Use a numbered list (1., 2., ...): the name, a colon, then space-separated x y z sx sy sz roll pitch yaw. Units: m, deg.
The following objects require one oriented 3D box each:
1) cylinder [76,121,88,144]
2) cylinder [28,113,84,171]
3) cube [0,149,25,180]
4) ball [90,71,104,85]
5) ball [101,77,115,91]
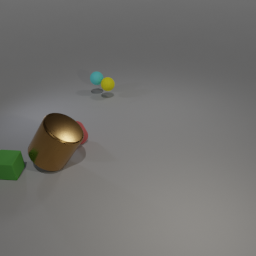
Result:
1. cylinder: -1.932 0.189 10.628 0.700 0.700 0.700 -3 64 6
2. cylinder: -2.381 0.460 9.234 1.400 1.400 1.400 27 31 -18
3. cube: -3.872 1.195 9.094 0.700 0.700 0.700 3 37 4
4. ball: -1.621 -2.578 14.539 0.700 0.700 0.700 0 30 0
5. ball: -1.026 -2.218 14.192 0.700 0.700 0.700 0 30 0
